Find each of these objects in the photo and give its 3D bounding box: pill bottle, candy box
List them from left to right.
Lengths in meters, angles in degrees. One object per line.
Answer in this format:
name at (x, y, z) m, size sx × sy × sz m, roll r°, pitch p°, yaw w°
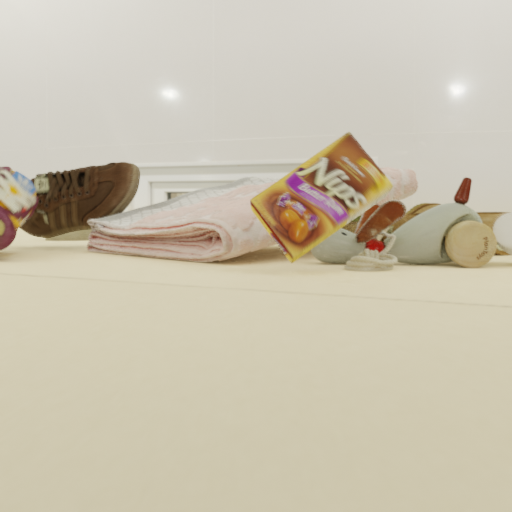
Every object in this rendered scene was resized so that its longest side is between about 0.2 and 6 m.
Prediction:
candy box at (0.618, -0.562, 5.382) m, size 1.191 × 0.695 × 0.336 m, roll -36°, pitch -11°, yaw -7°
pill bottle at (3.009, -0.228, 6.279) m, size 0.511 × 0.511 × 0.918 m, roll 4°, pitch -4°, yaw 44°

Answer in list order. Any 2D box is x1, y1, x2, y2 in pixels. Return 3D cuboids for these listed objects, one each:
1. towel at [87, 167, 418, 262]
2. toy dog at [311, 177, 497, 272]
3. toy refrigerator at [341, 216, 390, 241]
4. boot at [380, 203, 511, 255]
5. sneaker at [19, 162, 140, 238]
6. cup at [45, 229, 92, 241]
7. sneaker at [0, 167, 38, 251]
towel at (-0.129, -0.758, 8.760) m, size 3.983 × 0.642 × 3.804 m, roll -21°, pitch 17°, yaw -40°
toy dog at (1.727, -0.392, 6.375) m, size 2.056 × 0.990 × 1.356 m, roll -1°, pitch 5°, yaw -16°
toy refrigerator at (1.348, -0.563, 9.861) m, size 1.804 × 0.631 × 0.685 m, roll 5°, pitch 43°, yaw 48°
boot at (3.477, -0.436, 9.409) m, size 2.104 × 0.794 × 2.402 m, roll -18°, pitch 12°, yaw -34°
sneaker at (-3.262, -0.980, 9.555) m, size 2.808 × 0.989 × 1.061 m, roll -19°, pitch -29°, yaw 29°
cup at (-4.679, -0.810, 14.086) m, size 1.179 × 0.843 × 1.179 m, roll 0°, pitch 3°, yaw 0°
sneaker at (-3.639, -0.752, 7.728) m, size 1.312 × 1.091 × 2.912 m, roll -43°, pitch 27°, yaw -24°
